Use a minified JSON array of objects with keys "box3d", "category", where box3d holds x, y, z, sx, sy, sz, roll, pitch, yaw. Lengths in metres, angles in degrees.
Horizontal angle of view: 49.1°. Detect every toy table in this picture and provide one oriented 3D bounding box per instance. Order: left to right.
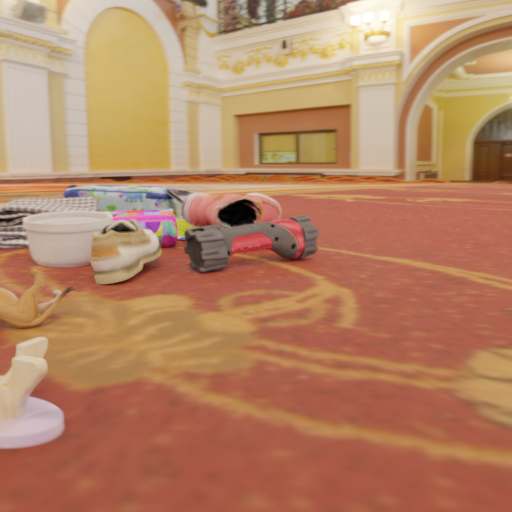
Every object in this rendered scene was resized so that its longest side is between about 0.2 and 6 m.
[{"box3d":[-1.608,0.849,3.553,0.832,0.487,0.765,1,9,14],"category":"toy table"}]

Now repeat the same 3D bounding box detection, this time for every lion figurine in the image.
[{"box3d":[-2.601,0.490,5.685,1.311,0.475,0.803,7,44,1],"category":"lion figurine"}]

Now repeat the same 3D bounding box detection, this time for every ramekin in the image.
[{"box3d":[-3.123,-0.293,9.413,1.417,0.744,1.417,0,13,0],"category":"ramekin"}]

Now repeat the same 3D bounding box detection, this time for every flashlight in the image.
[{"box3d":[-0.028,-0.160,9.080,2.255,0.766,0.763,-13,29,-36],"category":"flashlight"}]

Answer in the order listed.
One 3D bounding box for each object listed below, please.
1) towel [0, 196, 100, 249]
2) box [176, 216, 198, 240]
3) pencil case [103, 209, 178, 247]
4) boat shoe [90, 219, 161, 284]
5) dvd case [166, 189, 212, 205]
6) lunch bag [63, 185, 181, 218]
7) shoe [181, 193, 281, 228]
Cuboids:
[{"box3d":[-4.299,-0.719,11.617,2.155,0.922,1.784,-2,10,-13],"category":"towel"},{"box3d":[-1.152,-0.687,12.766,1.157,0.452,1.898,5,11,16],"category":"box"},{"box3d":[-2.442,-0.508,10.789,1.868,0.825,0.825,-4,10,-19],"category":"pencil case"},{"box3d":[-1.953,-0.206,8.516,0.776,0.710,2.077,-10,13,3],"category":"boat shoe"},{"box3d":[-1.097,-1.158,12.804,1.345,0.144,1.808,4,21,-36],"category":"dvd case"},{"box3d":[-3.313,-1.205,14.075,2.741,1.130,2.203,2,7,4],"category":"lunch bag"},{"box3d":[-0.193,-0.822,11.511,2.538,0.907,1.154,0,12,-41],"category":"shoe"}]
